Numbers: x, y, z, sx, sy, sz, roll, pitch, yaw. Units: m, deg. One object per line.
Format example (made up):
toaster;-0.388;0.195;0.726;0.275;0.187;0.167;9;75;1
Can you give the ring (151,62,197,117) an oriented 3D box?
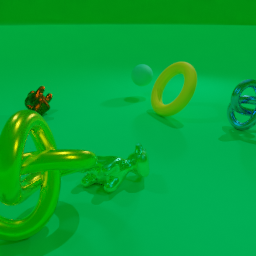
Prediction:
ring;1.464;-1.277;9.204;0.383;1.914;1.914;23;9;-32

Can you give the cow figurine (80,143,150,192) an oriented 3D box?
cow figurine;-0.215;0.773;5.675;1.270;0.697;1.250;2;19;31

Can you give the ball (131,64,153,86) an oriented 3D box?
ball;0.565;-2.103;11.199;0.873;0.873;0.873;0;22;0

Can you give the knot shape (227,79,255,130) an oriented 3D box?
knot shape;3.417;-0.695;7.877;1.496;1.400;0.691;-14;30;34

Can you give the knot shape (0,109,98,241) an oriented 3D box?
knot shape;-1.408;0.603;4.056;1.993;1.865;0.921;-35;56;-28

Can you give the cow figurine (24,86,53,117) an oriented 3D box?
cow figurine;-3.032;-0.774;9.238;1.298;0.713;1.277;-11;44;37
